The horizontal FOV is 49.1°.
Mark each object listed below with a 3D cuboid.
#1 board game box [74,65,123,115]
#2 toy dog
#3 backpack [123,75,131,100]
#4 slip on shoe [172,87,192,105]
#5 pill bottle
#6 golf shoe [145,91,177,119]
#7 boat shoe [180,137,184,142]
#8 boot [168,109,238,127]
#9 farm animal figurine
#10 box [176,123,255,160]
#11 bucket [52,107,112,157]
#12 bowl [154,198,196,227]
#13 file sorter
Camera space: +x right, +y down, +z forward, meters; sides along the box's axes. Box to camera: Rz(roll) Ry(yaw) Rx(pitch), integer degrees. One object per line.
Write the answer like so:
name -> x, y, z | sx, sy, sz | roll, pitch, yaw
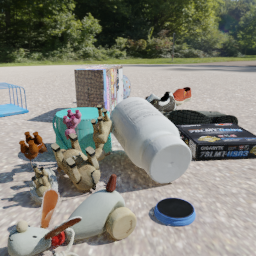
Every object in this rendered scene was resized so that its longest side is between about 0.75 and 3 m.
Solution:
board game box -> -1.328, -1.863, 13.996 | 1.435, 2.362, 2.963 | 4, 16, 15
toy dog -> -0.873, 1.489, 4.970 | 1.494, 1.091, 2.266 | 13, 21, 37
backpack -> -0.679, -2.496, 17.176 | 1.550, 2.012, 1.917 | 15, 15, 29
slip on shoe -> 3.077, -1.960, 16.998 | 1.044, 0.862, 2.818 | 14, 23, 34
pill bottle -> 0.563, 0.275, 7.816 | 1.514, 1.514, 2.648 | -7, 29, -21
golf shoe -> 0.733, -0.732, 11.710 | 2.880, 1.361, 1.120 | -19, 26, -24
boat shoe -> 1.416, 0.614, 8.945 | 0.455, 0.557, 1.507 | 11, 17, 21
boot -> 2.873, -0.324, 11.700 | 2.927, 0.991, 1.912 | 4, 10, -10
farm animal figurine -> -1.345, 0.699, 7.312 | 2.552, 1.331, 2.524 | -19, 39, -14
box -> 3.060, 0.392, 9.626 | 2.353, 0.585, 2.335 | -1, 18, -6
bucket -> -1.460, 0.130, 9.162 | 2.030, 1.321, 2.030 | 0, 15, 0
bowl -> 0.978, 1.721, 5.828 | 0.854, 0.168, 0.854 | 0, 17, 0
file sorter -> -6.480, -1.539, 14.609 | 1.602, 1.416, 2.308 | -14, 21, -41
